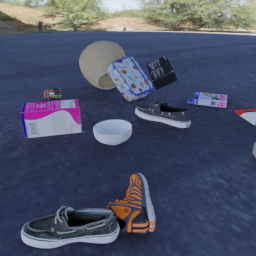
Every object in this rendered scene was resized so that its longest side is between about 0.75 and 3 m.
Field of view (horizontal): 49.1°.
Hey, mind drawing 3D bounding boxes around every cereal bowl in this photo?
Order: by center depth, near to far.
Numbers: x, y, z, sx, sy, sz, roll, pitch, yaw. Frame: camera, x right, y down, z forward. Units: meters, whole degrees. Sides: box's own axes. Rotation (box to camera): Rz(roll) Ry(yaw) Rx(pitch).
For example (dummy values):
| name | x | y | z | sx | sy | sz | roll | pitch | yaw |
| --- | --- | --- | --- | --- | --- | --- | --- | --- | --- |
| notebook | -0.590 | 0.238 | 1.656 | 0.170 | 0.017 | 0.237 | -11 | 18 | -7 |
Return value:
| name | x | y | z | sx | sy | sz | roll | pitch | yaw |
| --- | --- | --- | --- | --- | --- | --- | --- | --- | --- |
| cereal bowl | -0.565 | 0.222 | 10.575 | 1.477 | 0.615 | 1.477 | -2 | 23 | 1 |

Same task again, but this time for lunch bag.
| name | x | y | z | sx | sy | sz | roll | pitch | yaw |
| --- | --- | --- | --- | --- | --- | --- | --- | --- | --- |
| lunch bag | 0.168 | -2.753 | 15.207 | 1.981 | 0.934 | 2.473 | -25 | 79 | -38 |

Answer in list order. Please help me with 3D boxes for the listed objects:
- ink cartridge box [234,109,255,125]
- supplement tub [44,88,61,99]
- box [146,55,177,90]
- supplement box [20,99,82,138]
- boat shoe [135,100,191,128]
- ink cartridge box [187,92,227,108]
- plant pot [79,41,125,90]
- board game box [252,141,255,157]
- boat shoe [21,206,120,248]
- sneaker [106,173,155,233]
| name | x | y | z | sx | sy | sz | roll | pitch | yaw |
| --- | --- | --- | --- | --- | --- | --- | --- | --- | --- |
| ink cartridge box | 5.922 | -0.674 | 12.821 | 1.369 | 0.404 | 1.711 | -5 | 27 | -10 |
| supplement tub | -4.107 | -1.867 | 15.263 | 0.876 | 0.537 | 0.537 | -8 | 26 | -17 |
| box | 1.533 | -2.559 | 12.851 | 1.061 | 0.593 | 1.503 | -25 | 40 | 13 |
| supplement box | -3.054 | -0.408 | 11.367 | 2.212 | 1.120 | 1.143 | -5 | 25 | -11 |
| boat shoe | 1.512 | -0.779 | 12.425 | 2.768 | 0.917 | 0.968 | 21 | 32 | 37 |
| ink cartridge box | 4.147 | -1.514 | 14.694 | 1.981 | 0.416 | 1.182 | 6 | 25 | 17 |
| plant pot | -1.315 | -3.364 | 16.485 | 2.832 | 2.832 | 1.901 | -7 | 53 | -15 |
| board game box | 4.771 | 0.882 | 9.323 | 0.803 | 0.488 | 1.007 | 0 | 24 | -1 |
| boat shoe | -1.313 | 2.091 | 6.260 | 2.223 | 0.788 | 0.801 | -5 | 26 | 1 |
| sneaker | -0.015 | 1.798 | 7.034 | 1.076 | 0.745 | 1.921 | -2 | 25 | -7 |
